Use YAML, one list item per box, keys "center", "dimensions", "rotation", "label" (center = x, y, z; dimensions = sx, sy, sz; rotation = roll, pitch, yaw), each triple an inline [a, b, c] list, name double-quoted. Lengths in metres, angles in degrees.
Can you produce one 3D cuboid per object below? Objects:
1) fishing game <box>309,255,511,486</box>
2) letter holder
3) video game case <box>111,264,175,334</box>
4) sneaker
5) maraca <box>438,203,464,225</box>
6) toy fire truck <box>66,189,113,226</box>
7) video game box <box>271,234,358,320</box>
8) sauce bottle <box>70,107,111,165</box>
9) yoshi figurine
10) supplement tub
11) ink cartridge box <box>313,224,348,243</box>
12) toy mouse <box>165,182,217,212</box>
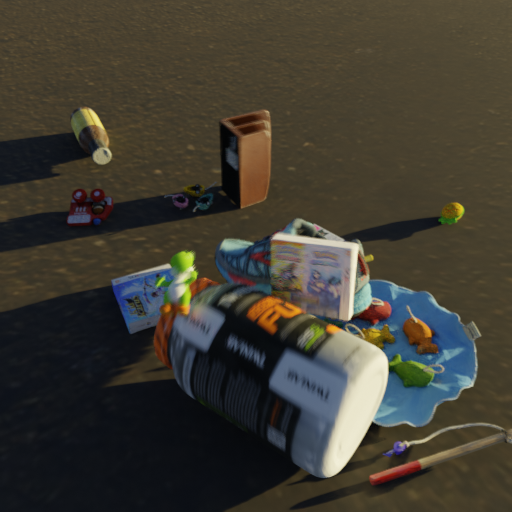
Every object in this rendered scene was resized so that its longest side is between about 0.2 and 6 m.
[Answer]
- center: [1.969, 1.314, 8.669]
  dimensions: [2.968, 0.644, 4.145]
  rotation: [-12, 41, -10]
  label: "fishing game"
- center: [-0.033, -2.061, 11.861]
  dimensions: [1.214, 1.708, 0.859]
  rotation: [-20, 45, -23]
  label: "letter holder"
- center: [-1.821, 0.708, 9.656]
  dimensions: [1.073, 0.269, 1.184]
  rotation: [-17, 43, -19]
  label: "video game case"
- center: [0.567, -0.054, 9.273]
  dimensions: [2.930, 1.400, 1.162]
  rotation: [14, 34, 30]
  label: "sneaker"
- center: [4.007, -0.855, 11.510]
  dimensions: [0.440, 0.343, 0.641]
  rotation: [6, 45, 40]
  label: "maraca"
- center: [-3.423, -0.949, 11.574]
  dimensions: [0.897, 0.503, 0.753]
  rotation: [-1, 64, 0]
  label: "toy fire truck"
- center: [0.807, 0.298, 8.006]
  dimensions: [1.201, 1.094, 0.281]
  rotation: [7, 19, 19]
  label: "video game box"
- center: [-4.034, -2.924, 13.712]
  dimensions: [0.711, 0.711, 2.198]
  rotation: [-15, 41, -18]
  label: "sauce bottle"
- center: [-1.008, 0.320, 7.220]
  dimensions: [0.488, 0.486, 0.868]
  rotation: [19, 67, -31]
  label: "yoshi figurine"
- center: [0.127, 1.464, 7.508]
  dimensions: [2.876, 1.762, 1.762]
  rotation: [24, 45, 27]
  label: "supplement tub"
- center: [1.322, -0.190, 10.796]
  dimensions: [1.095, 0.230, 0.653]
  rotation: [34, 50, 32]
  label: "ink cartridge box"
- center: [-1.346, -1.153, 11.941]
  dimensions: [1.181, 0.228, 1.049]
  rotation: [-7, 40, -8]
  label: "toy mouse"
